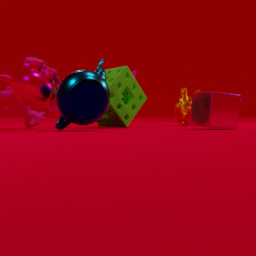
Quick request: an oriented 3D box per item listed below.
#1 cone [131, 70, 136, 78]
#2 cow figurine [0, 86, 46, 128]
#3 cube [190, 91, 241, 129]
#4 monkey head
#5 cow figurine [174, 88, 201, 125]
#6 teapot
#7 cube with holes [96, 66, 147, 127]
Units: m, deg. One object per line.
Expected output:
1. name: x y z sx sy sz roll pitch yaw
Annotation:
1. cone: -0.195 -1.214 9.121 1.602 1.608 1.602 29 25 -15
2. cow figurine: -2.560 -0.498 6.860 1.007 1.024 0.562 13 40 19
3. cube: 2.039 -0.406 6.605 0.794 0.794 0.794 4 1 -21
4. monkey head: -2.137 -0.962 6.280 1.638 0.987 1.178 35 -14 -32
5. cow figurine: 2.089 -0.591 9.570 0.909 1.657 1.630 12 -38 21
6. teapot: -0.944 -0.708 5.890 1.136 1.827 0.894 37 -5 -32
7. cube with holes: -0.430 -0.832 7.722 1.147 1.147 1.147 2 48 45
